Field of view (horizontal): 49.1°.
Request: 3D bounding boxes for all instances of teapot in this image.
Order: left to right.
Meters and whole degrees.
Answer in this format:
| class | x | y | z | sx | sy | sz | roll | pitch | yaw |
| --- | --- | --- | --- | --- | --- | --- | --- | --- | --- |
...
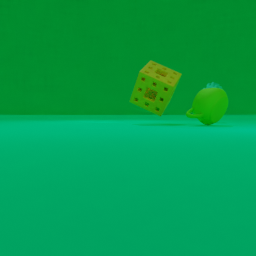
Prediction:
| class | x | y | z | sx | sy | sz | roll | pitch | yaw |
| --- | --- | --- | --- | --- | --- | --- | --- | --- | --- |
| teapot | 2.712 | -0.811 | 9.385 | 2.043 | 1.270 | 1.000 | -31 | 44 | -29 |

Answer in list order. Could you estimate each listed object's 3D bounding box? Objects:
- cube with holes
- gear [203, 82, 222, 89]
| class | x | y | z | sx | sy | sz | roll | pitch | yaw |
| --- | --- | --- | --- | --- | --- | --- | --- | --- | --- |
| cube with holes | 1.083 | -1.569 | 10.965 | 1.358 | 1.358 | 1.358 | 26 | 37 | 8 |
| gear | 3.720 | -1.251 | 12.915 | 0.312 | 1.688 | 1.688 | 17 | -1 | -13 |
